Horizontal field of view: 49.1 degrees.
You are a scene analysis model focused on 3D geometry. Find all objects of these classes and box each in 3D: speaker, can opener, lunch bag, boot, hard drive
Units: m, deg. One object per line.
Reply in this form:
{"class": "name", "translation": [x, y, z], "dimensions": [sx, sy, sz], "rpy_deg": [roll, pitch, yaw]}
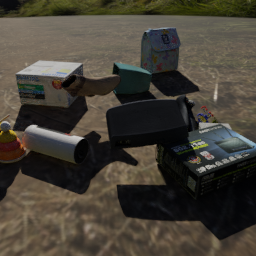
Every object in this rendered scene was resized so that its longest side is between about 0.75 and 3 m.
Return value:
{"class": "speaker", "translation": [-2.140, 0.478, 8.280], "dimensions": [1.930, 0.784, 0.784], "rpy_deg": [13, 30, 24]}
{"class": "can opener", "translation": [2.101, -0.418, 10.229], "dimensions": [0.818, 1.015, 2.581], "rpy_deg": [35, 24, -19]}
{"class": "lunch bag", "translation": [1.852, -4.468, 16.060], "dimensions": [2.014, 2.376, 1.510], "rpy_deg": [-14, 30, -26]}
{"class": "boot", "translation": [-1.349, -1.559, 9.797], "dimensions": [1.849, 0.649, 1.352], "rpy_deg": [-24, -24, 31]}
{"class": "hard drive", "translation": [0.492, -0.181, 7.883], "dimensions": [2.183, 0.462, 1.473], "rpy_deg": [-8, 48, -4]}

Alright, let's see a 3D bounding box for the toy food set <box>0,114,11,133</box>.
{"class": "toy food set", "translation": [-4.012, 0.355, 8.609], "dimensions": [1.003, 0.557, 1.704], "rpy_deg": [-29, 28, 25]}

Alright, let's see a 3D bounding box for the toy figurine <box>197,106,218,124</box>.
{"class": "toy figurine", "translation": [2.838, -0.289, 10.245], "dimensions": [0.946, 0.567, 0.499], "rpy_deg": [53, 29, 4]}

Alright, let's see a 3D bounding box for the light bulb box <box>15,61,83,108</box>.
{"class": "light bulb box", "translation": [-3.326, -1.995, 12.354], "dimensions": [2.202, 1.386, 2.222], "rpy_deg": [5, 29, 9]}

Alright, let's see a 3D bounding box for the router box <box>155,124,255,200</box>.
{"class": "router box", "translation": [2.249, 0.786, 7.693], "dimensions": [2.419, 0.752, 1.813], "rpy_deg": [-13, 30, -24]}

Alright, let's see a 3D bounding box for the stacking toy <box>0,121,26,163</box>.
{"class": "stacking toy", "translation": [-3.460, 0.355, 8.093], "dimensions": [0.844, 1.155, 0.844], "rpy_deg": [0, 28, 0]}

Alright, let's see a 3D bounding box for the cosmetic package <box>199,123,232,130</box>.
{"class": "cosmetic package", "translation": [2.900, 0.110, 9.361], "dimensions": [0.986, 0.445, 0.527], "rpy_deg": [-1, 24, 4]}

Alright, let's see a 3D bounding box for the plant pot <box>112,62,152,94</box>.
{"class": "plant pot", "translation": [0.186, -2.337, 13.314], "dimensions": [1.695, 1.198, 1.198], "rpy_deg": [1, 26, -17]}
